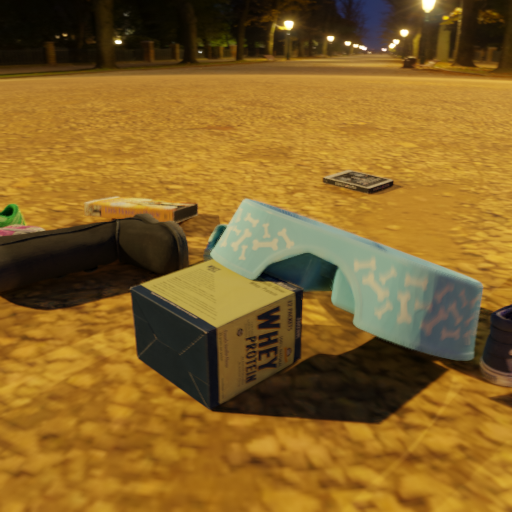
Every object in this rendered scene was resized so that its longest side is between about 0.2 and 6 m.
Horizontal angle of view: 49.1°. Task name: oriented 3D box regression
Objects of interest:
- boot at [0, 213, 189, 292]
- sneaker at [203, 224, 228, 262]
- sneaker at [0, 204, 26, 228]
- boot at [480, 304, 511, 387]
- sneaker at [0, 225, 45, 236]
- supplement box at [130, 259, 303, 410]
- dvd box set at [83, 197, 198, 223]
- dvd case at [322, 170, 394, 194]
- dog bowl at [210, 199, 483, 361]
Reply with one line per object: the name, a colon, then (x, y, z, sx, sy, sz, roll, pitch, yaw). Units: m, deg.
boot: (-2.961, -0.003, 9.537, 3.040, 0.998, 2.506, -9, 15, -29)
sneaker: (-0.418, -0.283, 10.221, 0.756, 0.838, 2.045, 2, 29, 12)
sneaker: (-5.468, -0.503, 10.944, 0.778, 0.877, 2.099, 11, 26, 22)
boot: (3.850, 1.009, 7.274, 2.050, 0.926, 0.746, -11, 25, -24)
sneaker: (-4.707, -0.208, 10.613, 1.699, 0.691, 0.749, -4, 20, -31)
supplement box: (-0.504, 0.897, 7.343, 1.606, 1.079, 1.608, -20, 30, -40)
dvd box set: (-2.562, -1.058, 12.669, 2.121, 0.312, 1.552, 6, 12, 14)
dvd case: (2.823, -2.065, 15.557, 1.188, 0.195, 1.581, -21, 30, -39)
dog bowl: (1.224, 0.183, 7.835, 3.937, 0.976, 2.195, 22, 8, 28)
